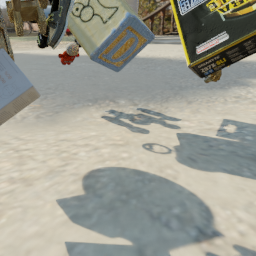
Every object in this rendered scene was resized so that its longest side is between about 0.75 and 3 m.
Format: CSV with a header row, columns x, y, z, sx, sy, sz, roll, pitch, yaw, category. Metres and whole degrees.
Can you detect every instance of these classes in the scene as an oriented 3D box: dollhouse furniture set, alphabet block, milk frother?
x,y,z,sx,sy,sz,roll,pitch,yaw,category
-2.851,-2.378,4.956,2.327,1.764,2.655,-15,-6,-21,dollhouse furniture set
-0.524,-2.797,7.799,1.649,1.610,1.619,56,18,18,alphabet block
-2.794,-3.838,8.444,1.029,0.929,0.968,-39,42,12,milk frother

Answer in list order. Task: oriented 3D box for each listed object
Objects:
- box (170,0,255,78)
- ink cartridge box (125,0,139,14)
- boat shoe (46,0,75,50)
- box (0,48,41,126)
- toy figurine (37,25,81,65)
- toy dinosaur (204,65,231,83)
x,y,z,sx,sy,sz,roll,pitch,yaw,category
1.811,-2.029,4.241,2.222,1.775,0.548,-23,-31,30,box
-0.263,-4.221,9.351,0.484,1.934,1.556,19,19,36,ink cartridge box
-1.185,-1.803,4.654,0.325,1.086,0.388,27,-28,-37,boat shoe
-2.125,-0.573,4.501,1.067,0.813,0.568,-39,-5,-10,box
-2.243,-3.267,9.916,1.139,1.637,1.612,-32,25,58,toy figurine
2.165,-2.147,6.334,0.831,2.856,1.444,-10,66,5,toy dinosaur
